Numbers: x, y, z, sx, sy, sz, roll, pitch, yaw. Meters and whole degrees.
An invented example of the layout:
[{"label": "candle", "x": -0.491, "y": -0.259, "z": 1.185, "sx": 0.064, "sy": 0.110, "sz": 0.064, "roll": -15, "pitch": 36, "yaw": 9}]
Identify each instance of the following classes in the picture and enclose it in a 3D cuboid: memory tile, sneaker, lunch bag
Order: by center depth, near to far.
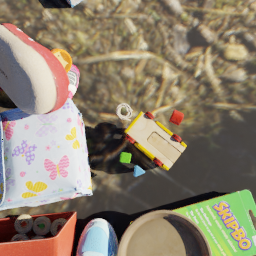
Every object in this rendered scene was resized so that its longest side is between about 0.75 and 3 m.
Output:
[{"label": "sneaker", "x": -0.731, "y": 3.155, "z": 5.503, "sx": 1.022, "sy": 1.677, "sz": 2.569, "roll": 4, "pitch": 75, "yaw": 2}, {"label": "lunch bag", "x": -2.235, "y": 0.682, "z": 6.245, "sx": 2.506, "sy": 1.593, "sz": 2.125, "roll": -10, "pitch": 74, "yaw": 4}, {"label": "memory tile", "x": -2.060, "y": 2.853, "z": 6.270, "sx": 1.299, "sy": 0.142, "sz": 1.694, "roll": 6, "pitch": 76, "yaw": 3}, {"label": "sneaker", "x": -2.616, "y": -1.425, "z": 7.130, "sx": 2.790, "sy": 1.125, "sz": 1.042, "roll": 21, "pitch": 59, "yaw": -2}]

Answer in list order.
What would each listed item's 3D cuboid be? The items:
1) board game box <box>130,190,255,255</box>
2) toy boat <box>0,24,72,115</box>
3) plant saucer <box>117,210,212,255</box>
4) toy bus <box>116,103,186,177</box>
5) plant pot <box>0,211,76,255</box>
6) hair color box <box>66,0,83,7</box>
[{"label": "board game box", "x": 1.614, "y": 2.437, "z": 6.363, "sx": 2.887, "sy": 0.433, "sz": 1.379, "roll": -15, "pitch": 75, "yaw": -1}, {"label": "toy boat", "x": -1.817, "y": -1.258, "z": 5.752, "sx": 1.450, "sy": 1.448, "sz": 2.218, "roll": -23, "pitch": 46, "yaw": -33}, {"label": "plant saucer", "x": 0.766, "y": 2.779, "z": 5.944, "sx": 2.001, "sy": 0.295, "sz": 2.001, "roll": -1, "pitch": 74, "yaw": 2}, {"label": "toy bus", "x": 0.524, "y": 0.253, "z": 6.645, "sx": 1.552, "sy": 0.850, "sz": 1.645, "roll": -4, "pitch": 85, "yaw": -6}, {"label": "plant pot", "x": -2.137, "y": 2.876, "z": 5.507, "sx": 2.094, "sy": 2.092, "sz": 1.845, "roll": -6, "pitch": 86, "yaw": -1}, {"label": "hair color box", "x": -1.780, "y": -4.248, "z": 8.152, "sx": 0.675, "sy": 0.408, "sz": 1.350, "roll": -37, "pitch": 78, "yaw": -9}]
